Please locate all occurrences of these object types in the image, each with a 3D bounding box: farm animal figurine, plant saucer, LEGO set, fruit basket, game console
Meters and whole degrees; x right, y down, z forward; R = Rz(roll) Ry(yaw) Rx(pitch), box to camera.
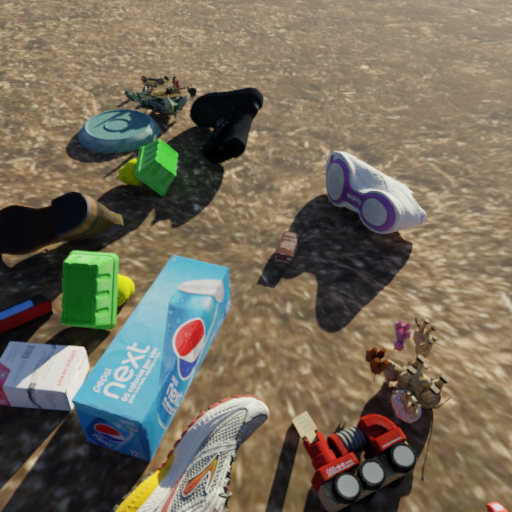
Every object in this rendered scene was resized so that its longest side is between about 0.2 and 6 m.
[{"bbox_3d":[2.358,1.757,8.601,1.434,0.748,1.418,-16,56,-26],"label":"farm animal figurine"},{"bbox_3d":[-3.654,-3.388,14.884,2.154,0.295,2.154,0,41,0],"label":"plant saucer"},{"bbox_3d":[-2.622,-4.444,15.949,1.913,0.835,2.946,5,28,3],"label":"LEGO set"},{"bbox_3d":[-2.506,-1.938,12.923,1.366,0.985,1.366,-34,35,28],"label":"fruit basket"},{"bbox_3d":[-4.081,0.924,9.575,1.036,0.615,0.893,-25,45,-27],"label":"game console"},{"bbox_3d":[-2.741,0.591,9.694,1.021,1.416,1.416,4,41,5],"label":"fruit basket"}]

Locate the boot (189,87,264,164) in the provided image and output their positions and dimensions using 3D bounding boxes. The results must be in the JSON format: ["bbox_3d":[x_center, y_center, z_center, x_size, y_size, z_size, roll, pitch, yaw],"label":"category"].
[{"bbox_3d":[-1.033,-3.217,14.124,2.340,0.894,1.966,-3,52,34],"label":"boot"}]

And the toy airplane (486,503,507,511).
[{"bbox_3d":[3.057,3.449,6.651,0.855,0.606,0.859,27,47,27],"label":"toy airplane"}]

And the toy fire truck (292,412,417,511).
[{"bbox_3d":[1.189,2.557,7.607,1.323,0.967,1.503,-19,54,-20],"label":"toy fire truck"}]

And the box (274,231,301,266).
[{"bbox_3d":[0.626,-0.158,11.126,0.365,0.273,0.730,13,41,14],"label":"box"}]

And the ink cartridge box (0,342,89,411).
[{"bbox_3d":[-3.310,1.837,8.594,1.224,0.516,0.886,4,41,4],"label":"ink cartridge box"}]

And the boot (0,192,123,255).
[{"bbox_3d":[-4.061,-0.499,11.197,2.803,1.359,1.047,-10,79,22],"label":"boot"}]

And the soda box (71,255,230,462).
[{"bbox_3d":[-1.447,1.417,8.701,1.082,1.023,3.189,12,43,14],"label":"soda box"}]

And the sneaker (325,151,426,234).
[{"bbox_3d":[2.499,-1.349,12.170,1.400,1.052,2.810,-3,38,-31],"label":"sneaker"}]

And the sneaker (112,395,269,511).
[{"bbox_3d":[-0.668,2.935,7.066,1.109,1.051,2.701,29,58,24],"label":"sneaker"}]
